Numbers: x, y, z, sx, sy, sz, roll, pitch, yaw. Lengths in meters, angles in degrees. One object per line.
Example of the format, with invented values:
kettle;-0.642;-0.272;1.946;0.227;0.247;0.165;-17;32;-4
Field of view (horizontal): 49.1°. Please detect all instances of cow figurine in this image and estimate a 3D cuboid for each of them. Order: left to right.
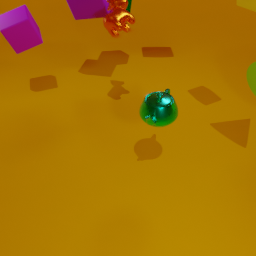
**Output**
cow figurine;-0.325;-2.903;7.145;1.070;0.597;1.087;46;54;4

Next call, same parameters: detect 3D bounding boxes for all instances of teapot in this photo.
teapot;0.611;-0.408;5.674;0.807;0.635;1.298;15;43;20

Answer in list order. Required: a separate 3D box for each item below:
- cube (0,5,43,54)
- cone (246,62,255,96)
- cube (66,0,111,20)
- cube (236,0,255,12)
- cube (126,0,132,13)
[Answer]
cube;-3.111;-2.864;8.154;0.851;0.851;0.851;-24;53;0
cone;3.478;-1.222;5.987;1.245;1.241;1.241;-36;47;-9
cube;-1.116;-4.081;8.308;1.152;1.152;1.152;3;57;18
cube;2.863;-3.036;5.955;0.762;0.762;0.762;-26;41;-7
cube;-0.518;-4.416;9.681;1.000;1.000;1.000;4;10;-29
